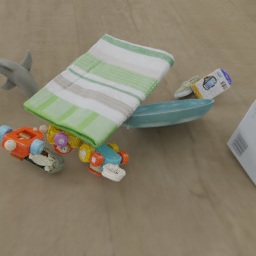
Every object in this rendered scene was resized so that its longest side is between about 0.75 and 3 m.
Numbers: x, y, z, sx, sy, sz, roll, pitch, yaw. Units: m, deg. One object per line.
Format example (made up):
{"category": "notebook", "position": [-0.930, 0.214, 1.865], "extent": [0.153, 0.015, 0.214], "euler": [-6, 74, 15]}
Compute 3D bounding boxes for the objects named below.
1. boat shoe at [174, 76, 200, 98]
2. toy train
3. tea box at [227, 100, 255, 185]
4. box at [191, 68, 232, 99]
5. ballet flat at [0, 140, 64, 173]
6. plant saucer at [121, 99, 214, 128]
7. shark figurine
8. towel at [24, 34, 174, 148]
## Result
{"category": "boat shoe", "position": [1.697, -1.184, 8.070], "extent": [1.081, 0.335, 0.389], "euler": [-32, 16, -32]}
{"category": "toy train", "position": [-1.244, 0.568, 5.688], "extent": [2.480, 0.690, 1.863], "euler": [21, 18, 2]}
{"category": "tea box", "position": [3.612, -0.024, 5.656], "extent": [2.147, 2.183, 1.458], "euler": [-15, 57, -17]}
{"category": "box", "position": [2.337, -1.183, 7.780], "extent": [1.025, 0.213, 0.610], "euler": [-32, 95, -2]}
{"category": "ballet flat", "position": [-2.173, 0.508, 6.180], "extent": [1.609, 0.542, 0.512], "euler": [25, 5, 3]}
{"category": "plant saucer", "position": [0.792, -0.354, 6.608], "extent": [2.418, 0.331, 2.418], "euler": [-8, 10, 1]}
{"category": "shark figurine", "position": [-3.463, -1.510, 7.289], "extent": [2.397, 1.000, 1.432], "euler": [8, 91, 3]}
{"category": "towel", "position": [-0.567, -1.030, 6.135], "extent": [2.171, 0.447, 2.910], "euler": [22, 54, 27]}
